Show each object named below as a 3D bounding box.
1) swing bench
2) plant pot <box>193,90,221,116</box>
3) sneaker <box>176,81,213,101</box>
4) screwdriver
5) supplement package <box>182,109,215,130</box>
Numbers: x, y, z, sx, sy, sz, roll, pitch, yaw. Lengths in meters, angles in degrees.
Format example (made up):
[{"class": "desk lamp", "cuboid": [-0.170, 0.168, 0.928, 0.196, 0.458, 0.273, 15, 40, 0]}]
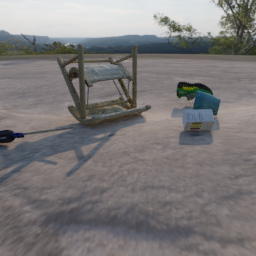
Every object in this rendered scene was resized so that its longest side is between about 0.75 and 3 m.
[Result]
[{"class": "swing bench", "cuboid": [-0.795, -1.457, 9.669, 2.451, 2.465, 1.599, -14, 2, -41]}, {"class": "plant pot", "cuboid": [2.779, -0.799, 9.865, 0.849, 0.904, 0.904, 15, 22, 17]}, {"class": "sneaker", "cuboid": [2.766, -1.497, 11.696, 1.623, 0.691, 0.633, 6, 34, -9]}, {"class": "screwdriver", "cuboid": [-2.509, 0.187, 7.251, 2.535, 0.369, 0.354, -3, -17, 8]}, {"class": "supplement package", "cuboid": [2.106, -0.244, 8.453, 0.837, 0.476, 0.458, -1, 56, -2]}]
